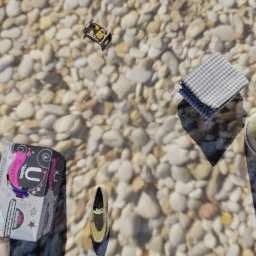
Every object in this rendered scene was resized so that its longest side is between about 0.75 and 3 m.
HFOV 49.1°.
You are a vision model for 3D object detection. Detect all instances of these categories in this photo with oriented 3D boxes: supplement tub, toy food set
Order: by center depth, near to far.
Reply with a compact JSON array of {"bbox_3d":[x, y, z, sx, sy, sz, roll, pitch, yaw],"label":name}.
[{"bbox_3d":[4.098,0.004,7.194,1.508,2.084,1.508,0,77,0],"label":"supplement tub"},{"bbox_3d":[-0.983,-3.081,8.850,0.767,0.232,0.550,33,79,7],"label":"toy food set"}]

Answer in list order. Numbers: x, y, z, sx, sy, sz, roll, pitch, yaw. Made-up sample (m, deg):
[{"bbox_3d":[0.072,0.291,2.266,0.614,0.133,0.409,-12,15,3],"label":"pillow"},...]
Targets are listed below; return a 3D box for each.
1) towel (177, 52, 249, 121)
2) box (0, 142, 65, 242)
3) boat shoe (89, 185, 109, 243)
[{"bbox_3d":[2.452,-1.251,8.100,1.692,0.724,1.401,-40,80,-16],"label":"towel"},{"bbox_3d":[-2.501,1.593,7.161,1.259,1.450,2.195,6,77,1],"label":"box"},{"bbox_3d":[-0.799,2.279,7.456,0.543,0.577,1.514,-3,77,-1],"label":"boat shoe"}]
